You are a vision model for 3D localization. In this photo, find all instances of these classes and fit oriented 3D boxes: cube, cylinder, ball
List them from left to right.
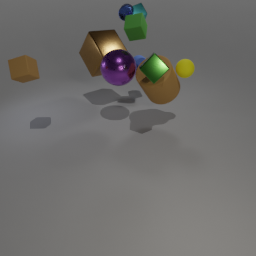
[{"bbox_3d":[-3.593,-2.027,9.690,0.700,0.700,0.700,-12,-3,12],"label":"cube"},{"bbox_3d":[-1.094,-3.324,12.428,1.400,1.400,1.400,-19,74,-36],"label":"cube"},{"bbox_3d":[-0.370,-2.335,10.850,1.400,1.400,1.400,0,30,0],"label":"ball"},{"bbox_3d":[-0.080,-5.683,13.756,0.700,0.700,0.700,3,33,5],"label":"cylinder"},{"bbox_3d":[0.306,-3.906,10.852,0.700,0.700,0.700,-2,65,20],"label":"cube"},{"bbox_3d":[0.485,-5.881,14.488,0.700,0.700,0.700,-26,-7,-13],"label":"cube"},{"bbox_3d":[0.569,-3.063,13.331,0.700,0.700,0.700,-5,23,-8],"label":"cylinder"},{"bbox_3d":[0.852,-1.981,9.232,0.700,0.700,0.700,44,13,-10],"label":"cube"},{"bbox_3d":[1.182,-1.834,10.836,1.400,1.400,1.400,-10,62,21],"label":"cylinder"},{"bbox_3d":[2.134,-2.227,10.492,0.700,0.700,0.700,0,30,0],"label":"ball"}]
